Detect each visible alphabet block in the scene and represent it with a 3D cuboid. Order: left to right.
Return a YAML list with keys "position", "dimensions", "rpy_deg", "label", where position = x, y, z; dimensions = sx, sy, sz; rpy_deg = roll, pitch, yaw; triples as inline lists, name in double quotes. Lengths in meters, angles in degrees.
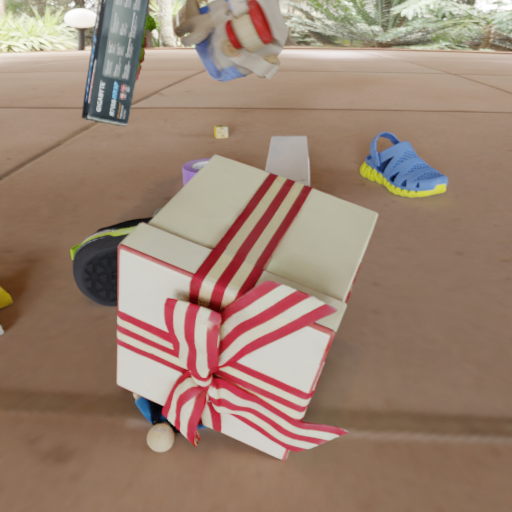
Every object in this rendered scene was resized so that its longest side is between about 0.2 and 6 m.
- position: [-1.035, -3.670, 16.539]
  dimensions: [0.351, 0.343, 0.345]
  rpy_deg: [-7, 24, -13]
  label: "alphabet block"

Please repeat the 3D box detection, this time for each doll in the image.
- position: [-0.806, 1.435, 5.603]
  dimensions: [0.864, 0.307, 1.266]
  rpy_deg: [12, 33, 4]
  label: "doll"

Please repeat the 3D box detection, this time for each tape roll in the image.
- position: [-0.997, -1.814, 12.463]
  dimensions: [1.261, 0.414, 1.261]
  rpy_deg: [0, 26, 0]
  label: "tape roll"

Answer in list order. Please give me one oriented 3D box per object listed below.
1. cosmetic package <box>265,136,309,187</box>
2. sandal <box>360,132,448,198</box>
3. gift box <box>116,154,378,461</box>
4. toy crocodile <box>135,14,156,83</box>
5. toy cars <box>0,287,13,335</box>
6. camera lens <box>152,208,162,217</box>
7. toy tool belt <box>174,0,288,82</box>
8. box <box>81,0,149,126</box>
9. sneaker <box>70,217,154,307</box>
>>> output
- position: [0.560, -1.221, 10.174]
  dimensions: [0.781, 1.273, 3.084]
  rpy_deg: [2, 24, 3]
  label: "cosmetic package"
- position: [3.117, -1.966, 12.056]
  dimensions: [0.973, 1.066, 2.449]
  rpy_deg: [-11, 29, -27]
  label: "sandal"
- position: [0.021, 0.473, 5.113]
  dimensions: [2.210, 2.039, 2.063]
  rpy_deg: [18, 41, 14]
  label: "gift box"
- position: [-2.269, -3.591, 10.086]
  dimensions: [0.586, 1.897, 0.640]
  rpy_deg: [25, -29, -37]
  label: "toy crocodile"
- position: [-3.571, 0.644, 7.283]
  dimensions: [0.661, 0.327, 1.475]
  rpy_deg: [-6, 26, -12]
  label: "toy cars"
- position: [-1.524, -0.604, 9.851]
  dimensions: [0.529, 0.423, 0.423]
  rpy_deg: [22, 33, 39]
  label: "camera lens"
- position: [-0.512, -3.842, 9.922]
  dimensions: [1.857, 1.887, 3.022]
  rpy_deg: [-21, 23, 18]
  label: "toy tool belt"
- position: [-2.049, -3.157, 8.142]
  dimensions: [0.567, 2.463, 1.958]
  rpy_deg: [8, 11, -22]
  label: "box"
- position: [-0.902, -0.226, 8.048]
  dimensions: [3.512, 1.259, 1.454]
  rpy_deg: [-4, 25, -8]
  label: "sneaker"
